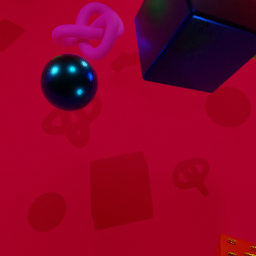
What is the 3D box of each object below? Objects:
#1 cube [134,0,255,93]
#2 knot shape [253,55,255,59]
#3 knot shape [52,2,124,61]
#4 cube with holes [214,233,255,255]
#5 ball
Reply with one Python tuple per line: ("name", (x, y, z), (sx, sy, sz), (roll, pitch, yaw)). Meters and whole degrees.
("cube", (0.988, -1.487, 4.146), (1.313, 1.313, 1.313), (6, 60, -23))
("knot shape", (2.563, -1.363, 4.679), (1.008, 0.498, 1.077), (-11, 70, 18))
("knot shape", (-0.707, -2.168, 6.097), (1.628, 0.752, 1.523), (12, 50, 29))
("cube with holes", (1.814, 2.499, 4.215), (1.080, 1.080, 1.080), (13, 105, 15))
("ball", (-0.870, -0.675, 4.192), (0.854, 0.854, 0.854), (0, 64, 0))
